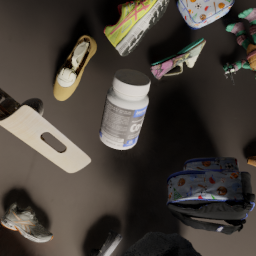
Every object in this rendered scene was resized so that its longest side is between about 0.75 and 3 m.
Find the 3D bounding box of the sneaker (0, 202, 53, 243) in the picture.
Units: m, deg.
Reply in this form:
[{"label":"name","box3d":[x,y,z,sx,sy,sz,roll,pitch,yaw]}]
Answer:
[{"label":"sneaker","box3d":[-2.923,2.792,8.341,1.640,0.621,0.754,26,82,0]}]

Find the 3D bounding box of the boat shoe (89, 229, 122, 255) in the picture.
[{"label":"boat shoe","box3d":[-0.862,3.736,8.298,0.544,0.574,1.642,38,86,10]}]

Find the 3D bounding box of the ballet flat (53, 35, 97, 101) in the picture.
[{"label":"ballet flat","box3d":[-1.714,-1.892,8.587,0.760,0.698,2.214,27,87,2]}]

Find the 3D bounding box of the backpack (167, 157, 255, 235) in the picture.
[{"label":"backpack","box3d":[2.133,1.767,7.658,2.168,2.276,1.753,-6,53,9]}]

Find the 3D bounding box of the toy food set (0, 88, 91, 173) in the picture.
[{"label":"toy food set","box3d":[-1.907,-0.187,5.474,0.732,1.739,2.424,-51,44,-10]}]

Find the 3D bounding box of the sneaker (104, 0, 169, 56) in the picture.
[{"label":"sneaker","box3d":[0.298,-3.554,8.547,1.195,1.034,2.645,41,88,5]}]

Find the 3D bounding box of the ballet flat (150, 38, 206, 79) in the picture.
[{"label":"ballet flat","box3d":[1.619,-2.078,8.700,1.870,0.646,0.665,-28,105,3]}]

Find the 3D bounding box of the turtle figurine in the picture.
[{"label":"turtle figurine","box3d":[3.687,-2.160,8.289,1.198,1.781,2.379,-6,79,-31]}]

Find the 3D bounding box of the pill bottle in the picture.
[{"label":"pill bottle","box3d":[-0.078,-0.443,6.754,1.009,1.009,1.773,15,126,1]}]

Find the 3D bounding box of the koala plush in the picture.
[{"label":"koala plush","box3d":[0.823,4.398,7.669,2.238,2.319,2.524,27,104,19]}]

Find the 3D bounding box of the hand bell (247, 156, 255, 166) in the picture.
[{"label":"hand bell","box3d":[4.930,1.080,8.333,2.569,1.338,1.338,6,86,12]}]

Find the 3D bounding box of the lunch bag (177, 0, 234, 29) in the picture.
[{"label":"lunch bag","box3d":[2.420,-3.981,8.786,1.606,0.607,1.287,-29,85,-1]}]
